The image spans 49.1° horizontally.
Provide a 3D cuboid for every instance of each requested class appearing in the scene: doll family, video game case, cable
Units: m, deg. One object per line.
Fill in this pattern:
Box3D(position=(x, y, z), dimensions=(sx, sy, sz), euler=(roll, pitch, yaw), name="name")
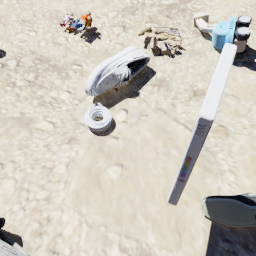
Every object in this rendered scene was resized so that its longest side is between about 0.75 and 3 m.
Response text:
Box3D(position=(-2.119, -4.596, 12.207), dimensions=(1.618, 0.729, 1.004), euler=(16, 63, 31), name="doll family")
Box3D(position=(1.412, 0.064, 5.558), dimensions=(0.256, 2.836, 2.031), euler=(20, 52, 13), name="video game case")
Box3D(position=(-1.000, -0.314, 9.406), dimensions=(0.928, 0.321, 0.928), euler=(35, 63, 20), name="cable")

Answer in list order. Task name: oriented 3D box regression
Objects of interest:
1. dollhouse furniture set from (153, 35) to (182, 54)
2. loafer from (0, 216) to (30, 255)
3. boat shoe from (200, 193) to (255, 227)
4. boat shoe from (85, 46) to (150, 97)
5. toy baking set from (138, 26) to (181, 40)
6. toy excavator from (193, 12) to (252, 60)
Box3D(position=(1.609, -3.399, 11.393), dimensions=(1.134, 0.502, 0.588), euler=(0, 56, 0), name="dollhouse furniture set")
Box3D(position=(-3.555, 2.552, 7.045), dimensions=(2.802, 0.980, 0.978), euler=(42, 77, 14), name="loafer")
Box3D(position=(3.140, 2.150, 7.588), dimensions=(2.327, 0.836, 0.787), euler=(2, 22, 9), name="boat shoe")
Box3D(position=(-0.300, -2.021, 10.120), dimensions=(0.945, 1.063, 2.891), euler=(32, 63, 24), name="boat shoe")
Box3D(position=(1.351, -3.979, 11.775), dimensions=(1.561, 0.237, 2.034), euler=(16, 37, 14), name="toy baking set")
Box3D(position=(3.761, -4.014, 11.544), dimensions=(2.342, 1.170, 2.277), euler=(9, 55, 16), name="toy excavator")
